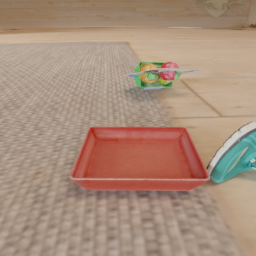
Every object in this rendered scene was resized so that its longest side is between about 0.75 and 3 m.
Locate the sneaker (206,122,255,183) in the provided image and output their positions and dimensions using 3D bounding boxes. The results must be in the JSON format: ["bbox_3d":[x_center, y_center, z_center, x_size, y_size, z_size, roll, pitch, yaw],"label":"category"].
[{"bbox_3d":[2.714,0.438,5.232,2.685,1.041,1.069,-18,52,-13],"label":"sneaker"}]

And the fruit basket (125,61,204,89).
[{"bbox_3d":[1.218,-1.873,9.964,1.993,1.009,2.152,-5,10,-28],"label":"fruit basket"}]

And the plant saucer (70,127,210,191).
[{"bbox_3d":[0.205,0.565,5.523,2.269,0.417,2.273,0,21,1],"label":"plant saucer"}]
